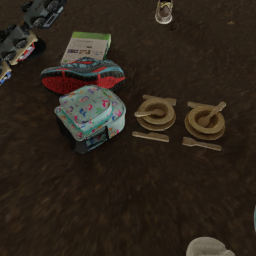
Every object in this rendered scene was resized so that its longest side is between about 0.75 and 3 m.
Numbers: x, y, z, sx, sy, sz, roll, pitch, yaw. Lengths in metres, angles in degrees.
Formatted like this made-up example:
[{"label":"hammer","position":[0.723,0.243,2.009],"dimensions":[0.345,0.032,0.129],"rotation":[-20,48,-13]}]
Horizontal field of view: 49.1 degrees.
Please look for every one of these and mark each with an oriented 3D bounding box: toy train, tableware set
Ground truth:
[{"label":"toy train","position":[-1.840,-1.371,4.620],"dimensions":[0.419,2.456,0.562],"rotation":[54,29,-2]},{"label":"tableware set","position":[1.360,-0.329,7.198],"dimensions":[2.308,0.462,1.526],"rotation":[10,51,8]}]

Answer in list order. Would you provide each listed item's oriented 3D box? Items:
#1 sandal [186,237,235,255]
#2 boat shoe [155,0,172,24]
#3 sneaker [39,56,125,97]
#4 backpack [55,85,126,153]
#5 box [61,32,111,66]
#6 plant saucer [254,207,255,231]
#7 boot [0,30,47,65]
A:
[{"label":"sandal","position":[1.885,3.056,4.319],"dimensions":[1.183,0.714,2.907],"rotation":[-2,36,-21]},{"label":"boat shoe","position":[1.403,-4.616,10.704],"dimensions":[0.623,0.516,1.735],"rotation":[7,51,6]},{"label":"sneaker","position":[-1.322,-1.501,8.011],"dimensions":[2.319,0.920,1.108],"rotation":[-4,44,-16]},{"label":"backpack","position":[-0.856,-0.329,6.822],"dimensions":[1.555,1.171,1.380],"rotation":[-26,56,-26]},{"label":"box","position":[-1.321,-2.491,9.094],"dimensions":[1.279,0.322,1.772],"rotation":[6,52,5]},{"label":"plant saucer","position":[3.766,2.008,5.364],"dimensions":[2.504,0.343,2.504],"rotation":[-1,50,1]},{"label":"boot","position":[-3.777,-2.718,9.085],"dimensions":[1.831,0.678,1.500],"rotation":[-29,53,-21]}]
